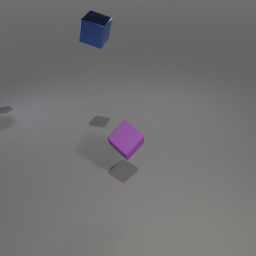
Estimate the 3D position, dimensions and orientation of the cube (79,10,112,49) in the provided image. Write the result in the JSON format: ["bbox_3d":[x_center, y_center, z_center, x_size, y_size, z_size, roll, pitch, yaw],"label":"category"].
[{"bbox_3d":[-0.936,-2.848,8.106,0.700,0.700,0.700,20,45,3],"label":"cube"}]

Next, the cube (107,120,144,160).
[{"bbox_3d":[-0.048,0.329,7.510,0.700,0.700,0.700,41,79,13],"label":"cube"}]
